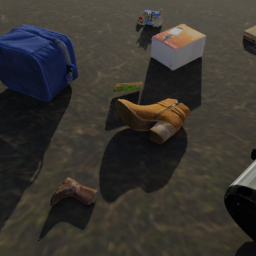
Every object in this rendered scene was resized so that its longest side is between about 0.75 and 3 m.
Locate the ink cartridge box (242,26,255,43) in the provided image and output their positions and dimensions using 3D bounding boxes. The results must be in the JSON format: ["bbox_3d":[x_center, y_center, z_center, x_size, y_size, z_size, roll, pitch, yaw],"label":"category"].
[{"bbox_3d":[5.553,-4.071,12.181,0.855,0.321,0.705,-27,51,-23],"label":"ink cartridge box"}]

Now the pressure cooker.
[{"bbox_3d":[3.327,1.340,5.722,2.113,1.887,1.858,-39,97,-17],"label":"pressure cooker"}]

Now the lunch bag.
[{"bbox_3d":[-2.971,-2.269,9.397,2.736,1.859,1.810,21,50,19],"label":"lunch bag"}]

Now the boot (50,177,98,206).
[{"bbox_3d":[-1.281,1.692,6.753,0.941,0.302,0.877,24,53,15],"label":"boot"}]

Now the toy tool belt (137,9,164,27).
[{"bbox_3d":[1.035,-5.210,12.970,1.215,0.746,0.758,10,47,10],"label":"toy tool belt"}]

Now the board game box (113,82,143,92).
[{"bbox_3d":[-0.012,-1.385,9.493,0.952,0.455,0.143,-9,77,-12],"label":"board game box"}]

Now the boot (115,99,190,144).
[{"bbox_3d":[0.769,-0.552,8.509,2.014,0.772,1.563,32,55,25],"label":"boot"}]

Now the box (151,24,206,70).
[{"bbox_3d":[1.949,-3.188,10.941,1.697,0.903,1.292,-30,53,-26],"label":"box"}]
